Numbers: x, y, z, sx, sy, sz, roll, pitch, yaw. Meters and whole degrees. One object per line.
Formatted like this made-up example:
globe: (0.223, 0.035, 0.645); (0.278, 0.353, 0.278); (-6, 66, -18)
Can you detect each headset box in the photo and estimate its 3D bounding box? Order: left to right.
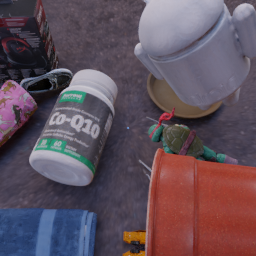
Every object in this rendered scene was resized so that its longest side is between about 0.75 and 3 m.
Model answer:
headset box: (-3.327, -2.601, 8.089); (2.033, 2.736, 1.026); (-2, 59, 0)

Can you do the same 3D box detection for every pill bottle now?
pill bottle: (-1.254, -0.067, 7.221); (1.567, 1.567, 2.770); (11, 58, 7)

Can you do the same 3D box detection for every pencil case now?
pencil case: (-3.734, -0.048, 7.480); (2.782, 1.204, 1.152); (-49, 25, -25)

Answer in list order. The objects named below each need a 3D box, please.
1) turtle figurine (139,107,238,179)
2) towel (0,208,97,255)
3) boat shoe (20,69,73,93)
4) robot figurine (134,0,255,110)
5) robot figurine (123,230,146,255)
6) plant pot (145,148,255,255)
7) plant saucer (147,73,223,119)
turtle figurine: (1.334, 0.621, 7.023); (2.642, 1.330, 1.978); (31, 63, 11)
towel: (-1.944, 2.464, 6.219); (2.454, 0.596, 1.370); (1, 57, 1)
boat shoe: (-2.354, -1.325, 8.410); (1.632, 0.588, 0.579); (-24, 38, -27)
robot figurine: (1.337, -1.599, 5.593); (2.495, 2.942, 1.661); (-11, 48, 38)
robot figurine: (0.539, 2.673, 6.219); (1.304, 0.380, 0.945); (2, 58, 2)
plant pot: (1.372, 1.322, 3.659); (1.995, 2.051, 2.051); (1, 58, 13)
plant saucer: (1.765, -1.217, 8.646); (2.384, 0.351, 2.384); (0, 58, 0)
